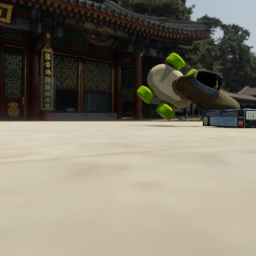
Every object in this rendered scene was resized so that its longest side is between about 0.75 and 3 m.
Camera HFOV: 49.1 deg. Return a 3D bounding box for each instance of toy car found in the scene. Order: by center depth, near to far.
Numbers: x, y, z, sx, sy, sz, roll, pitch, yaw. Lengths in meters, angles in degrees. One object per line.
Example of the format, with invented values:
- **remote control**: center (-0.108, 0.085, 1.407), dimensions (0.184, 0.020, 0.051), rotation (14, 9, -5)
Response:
- **toy car**: center (1.794, -1.465, 11.771), dimensions (2.034, 2.118, 2.578), rotation (42, 0, 12)

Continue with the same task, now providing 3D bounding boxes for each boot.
- **boot**: center (2.971, -1.134, 9.638), dimensions (2.747, 1.026, 1.331), rotation (20, -12, -13)

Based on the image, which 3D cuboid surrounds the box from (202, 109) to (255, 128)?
- **box**: center (3.966, -0.286, 8.541), dimensions (2.745, 0.517, 1.875), rotation (-1, 2, -19)
